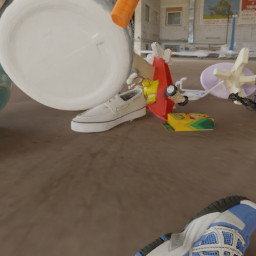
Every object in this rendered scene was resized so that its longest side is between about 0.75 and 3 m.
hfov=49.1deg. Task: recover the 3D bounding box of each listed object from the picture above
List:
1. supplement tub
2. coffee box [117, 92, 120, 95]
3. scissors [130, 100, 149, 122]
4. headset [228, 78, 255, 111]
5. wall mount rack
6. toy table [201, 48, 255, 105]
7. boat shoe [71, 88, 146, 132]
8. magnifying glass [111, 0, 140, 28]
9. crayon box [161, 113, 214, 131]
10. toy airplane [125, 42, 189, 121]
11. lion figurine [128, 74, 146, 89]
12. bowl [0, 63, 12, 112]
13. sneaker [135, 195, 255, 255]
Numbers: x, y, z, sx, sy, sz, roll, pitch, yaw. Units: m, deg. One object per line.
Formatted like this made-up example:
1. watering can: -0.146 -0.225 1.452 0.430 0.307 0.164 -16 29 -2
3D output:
1. supplement tub: -0.745 -1.744 4.421 1.737 1.737 2.835 1 41 2
2. coffee box: -1.548 -1.230 11.169 2.441 0.537 1.501 -1 16 -6
3. scissors: 0.421 -0.671 9.873 1.037 0.197 2.834 0 17 -5
4. headset: 4.410 -1.193 9.300 2.493 1.539 1.171 -26 38 -37
5. wall mount rack: 3.271 -1.831 12.632 2.058 0.883 2.369 6 18 19
6. toy table: 4.407 -2.023 11.581 2.420 2.224 1.417 -3 -1 -3
7. boat shoe: -0.472 -0.601 8.191 2.815 0.925 1.013 -18 24 -40
8. magnifying glass: 0.205 -1.222 1.831 0.136 1.219 0.485 27 -5 6
9. crayon box: 1.657 -0.182 7.957 1.302 0.331 0.826 -3 16 -8
10. toy airplane: 0.850 -1.534 9.261 1.709 2.421 2.411 -27 11 29
11. lion figurine: 0.650 -1.956 12.527 1.205 0.713 1.967 -12 -9 -6
12. bowl: -4.250 -1.021 7.470 1.450 2.772 2.772 41 24 4
13. sneaker: 0.803 1.255 2.645 1.864 0.706 0.718 -19 38 -37
